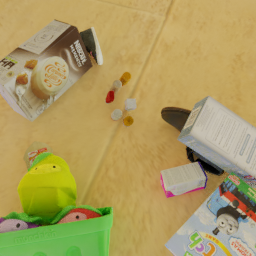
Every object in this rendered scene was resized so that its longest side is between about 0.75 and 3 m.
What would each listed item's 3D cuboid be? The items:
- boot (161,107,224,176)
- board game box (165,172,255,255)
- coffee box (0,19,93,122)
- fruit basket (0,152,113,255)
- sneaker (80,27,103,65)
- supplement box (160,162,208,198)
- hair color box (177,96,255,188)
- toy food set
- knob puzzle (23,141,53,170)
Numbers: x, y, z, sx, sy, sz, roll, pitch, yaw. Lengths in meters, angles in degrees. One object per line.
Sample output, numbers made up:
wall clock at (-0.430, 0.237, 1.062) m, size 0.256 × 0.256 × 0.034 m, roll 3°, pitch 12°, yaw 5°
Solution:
boot at (1.616, 0.282, 6.852) m, size 2.125 × 0.794 × 1.030 m, roll 27°, pitch 63°, yaw 12°
board game box at (2.032, 2.158, 5.589) m, size 2.099 × 0.384 × 1.587 m, roll -42°, pitch 68°, yaw -15°
coffee box at (-2.237, -1.558, 7.415) m, size 0.961 × 1.379 × 2.411 m, roll 28°, pitch 65°, yaw 32°
fruit basket at (-1.600, 1.692, 5.592) m, size 2.795 × 2.016 × 2.795 m, roll 1°, pitch 79°, yaw -3°
sneaker at (-1.217, -2.399, 8.496) m, size 0.724 × 0.516 × 1.459 m, roll -17°, pitch 63°, yaw 0°
supplement box at (1.270, 1.197, 6.465) m, size 0.957 × 0.484 × 0.495 m, roll -13°, pitch 46°, yaw -8°
hair color box at (2.288, 0.343, 6.226) m, size 2.124 × 0.644 × 1.052 m, roll 33°, pitch 71°, yaw -6°
toy food set at (-0.227, -0.721, 7.612) m, size 0.702 × 0.662 × 1.470 m, roll -4°, pitch 80°, yaw -16°
knob puzzle at (-2.239, 0.674, 7.017) m, size 0.828 × 0.115 × 0.828 m, roll 0°, pitch 61°, yaw 0°
